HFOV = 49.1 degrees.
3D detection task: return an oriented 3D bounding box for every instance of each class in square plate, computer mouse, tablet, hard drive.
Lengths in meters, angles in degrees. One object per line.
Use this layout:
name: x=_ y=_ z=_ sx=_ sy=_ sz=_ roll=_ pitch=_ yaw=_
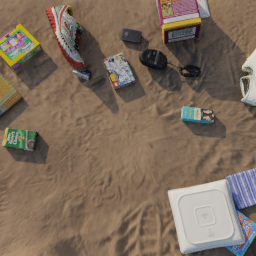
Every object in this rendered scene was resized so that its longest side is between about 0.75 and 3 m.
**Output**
square plate: x=2.739 y=3.114 z=9.935 sx=2.241 sy=0.319 sz=2.219 roll=-13 pitch=71 yaw=6
computer mouse: x=1.716 y=-2.584 z=11.588 sx=2.656 sy=0.452 sz=0.779 roll=18 pitch=68 yaw=-1
tablet: x=2.806 y=-5.764 z=12.466 sx=1.321 sy=0.139 sz=2.030 roll=-7 pitch=76 yaw=-2
hard drive: x=0.130 y=-3.941 z=11.979 sx=0.876 sy=0.185 sz=0.591 roll=12 pitch=77 yaw=4

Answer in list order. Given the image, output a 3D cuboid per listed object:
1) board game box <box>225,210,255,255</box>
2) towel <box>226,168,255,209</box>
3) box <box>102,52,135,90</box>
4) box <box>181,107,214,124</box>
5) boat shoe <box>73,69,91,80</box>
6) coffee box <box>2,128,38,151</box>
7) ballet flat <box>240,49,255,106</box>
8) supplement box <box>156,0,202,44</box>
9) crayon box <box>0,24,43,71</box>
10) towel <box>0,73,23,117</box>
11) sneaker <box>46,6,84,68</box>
board game box: x=3.608 y=3.529 z=10.013 sx=1.710 sy=0.385 sz=1.300 roll=36 pitch=79 yaw=8
towel: x=4.684 y=2.199 z=10.442 sx=1.755 sy=0.209 sz=1.271 roll=-15 pitch=76 yaw=-3
box: x=-0.391 y=-2.335 z=11.533 sx=0.934 sy=0.272 sz=1.365 roll=-22 pitch=77 yaw=-6
box: x=2.738 y=-0.510 z=11.066 sx=1.226 sy=0.301 sz=0.504 roll=6 pitch=76 yaw=1
boat shoe: x=-1.869 y=-2.273 z=11.545 sx=0.770 sy=0.287 sz=0.357 roll=22 pitch=69 yaw=-1
coffee box: x=-4.169 y=0.440 z=10.842 sx=1.230 sy=0.270 sz=0.756 roll=8 pitch=76 yaw=2
ballet flat: x=4.966 y=-2.150 z=11.254 sx=0.879 sy=0.879 sz=2.532 roll=8 pitch=80 yaw=2
supplement box: x=2.022 y=-4.921 z=11.615 sx=1.546 sy=1.219 sz=2.362 roll=-8 pitch=76 yaw=6
crayon box: x=-4.619 y=-3.382 z=11.707 sx=1.526 sy=0.445 sz=1.317 roll=-42 pitch=81 yaw=-9
towel: x=-5.505 y=-1.453 z=11.356 sx=1.558 sy=0.230 sz=2.124 roll=-44 pitch=81 yaw=-10
sneaker: x=-2.376 y=-3.850 z=11.467 sx=1.215 sy=1.151 sz=2.958 roll=-21 pitch=77 yaw=-6
